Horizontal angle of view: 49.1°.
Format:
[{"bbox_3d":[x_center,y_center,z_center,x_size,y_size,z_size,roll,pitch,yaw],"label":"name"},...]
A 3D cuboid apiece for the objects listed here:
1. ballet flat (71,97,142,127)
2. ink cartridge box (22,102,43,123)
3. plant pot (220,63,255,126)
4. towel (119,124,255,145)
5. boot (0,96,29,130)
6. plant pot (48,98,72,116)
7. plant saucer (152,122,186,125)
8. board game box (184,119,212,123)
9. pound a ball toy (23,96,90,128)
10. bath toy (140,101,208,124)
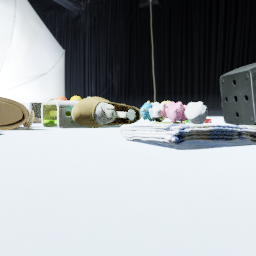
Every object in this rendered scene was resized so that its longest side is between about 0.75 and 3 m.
[{"bbox_3d":[-0.560,-0.525,9.380,0.918,1.000,2.913,4,5,36],"label":"ballet flat"},{"bbox_3d":[-4.252,-0.744,13.601,1.694,0.983,2.295,-2,2,-35],"label":"ink cartridge box"},{"bbox_3d":[4.001,-0.947,8.239,1.959,2.209,2.203,-9,5,-13],"label":"plant pot"},{"bbox_3d":[1.236,0.088,4.729,2.410,0.287,1.770,1,1,-26],"label":"towel"},{"bbox_3d":[-3.725,-0.440,8.507,2.525,0.930,1.953,2,2,13],"label":"boot"},{"bbox_3d":[-2.834,-0.628,11.801,1.065,1.107,1.107,15,12,41],"label":"plant pot"},{"bbox_3d":[1.301,-0.104,8.992,1.263,0.196,1.263,0,4,0],"label":"plant saucer"},{"bbox_3d":[3.274,-0.340,13.201,1.048,0.211,0.802,-1,3,-16],"label":"board game box"},{"bbox_3d":[-2.086,-0.554,9.477,1.602,1.044,2.457,3,4,42],"label":"pound a ball toy"},{"bbox_3d":[1.480,-0.431,8.706,2.239,0.827,0.974,8,44,45],"label":"bath toy"}]
